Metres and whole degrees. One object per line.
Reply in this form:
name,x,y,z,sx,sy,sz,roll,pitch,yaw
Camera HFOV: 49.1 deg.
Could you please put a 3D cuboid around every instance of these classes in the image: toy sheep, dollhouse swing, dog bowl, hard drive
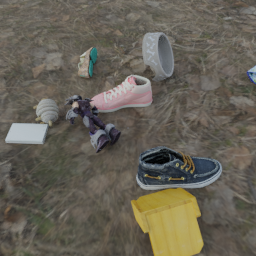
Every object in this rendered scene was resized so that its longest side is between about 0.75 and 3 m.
toy sheep,-3.098,-0.605,10.765,0.932,0.932,1.351,-15,62,-14
dollhouse swing,1.133,2.717,7.978,1.618,1.422,1.470,-13,7,-12
dog bowl,1.366,-3.084,12.068,0.629,2.144,2.144,-5,41,30
hard drive,-3.737,0.199,10.434,1.361,0.179,0.897,1,47,2

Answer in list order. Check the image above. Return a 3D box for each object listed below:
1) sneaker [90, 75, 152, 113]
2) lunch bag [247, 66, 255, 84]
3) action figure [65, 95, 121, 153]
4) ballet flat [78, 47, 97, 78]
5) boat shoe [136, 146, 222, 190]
sneaker,-0.278,-1.451,11.206,2.586,1.352,0.973,-7,49,-5
lunch bag,5.955,-2.376,12.556,0.853,0.639,1.003,-32,64,-26
action figure,-1.414,-0.328,10.144,1.594,0.850,2.450,-17,60,-49
ballet flat,-1.965,-3.161,13.284,0.715,0.723,2.125,-4,45,10
boat shoe,1.676,1.195,8.721,2.826,1.283,1.000,-8,47,-7
